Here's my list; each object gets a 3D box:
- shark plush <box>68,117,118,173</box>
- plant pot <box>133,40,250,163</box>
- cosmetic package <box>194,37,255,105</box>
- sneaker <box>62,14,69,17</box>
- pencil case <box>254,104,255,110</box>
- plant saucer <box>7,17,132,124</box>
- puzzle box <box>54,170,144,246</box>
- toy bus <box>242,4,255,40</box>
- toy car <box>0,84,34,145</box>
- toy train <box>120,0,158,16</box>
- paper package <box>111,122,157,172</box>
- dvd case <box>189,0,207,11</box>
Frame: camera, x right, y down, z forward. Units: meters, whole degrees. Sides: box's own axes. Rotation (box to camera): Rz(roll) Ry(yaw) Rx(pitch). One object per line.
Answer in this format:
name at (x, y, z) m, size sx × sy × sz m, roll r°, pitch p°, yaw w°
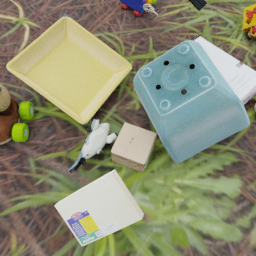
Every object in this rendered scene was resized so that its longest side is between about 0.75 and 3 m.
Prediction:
shark plush at (-0.942, 0.557, 7.689) m, size 0.796 × 0.730 × 1.753 m, roll 30°, pitch 65°, yaw -15°
plant pot at (1.413, -0.766, 6.981) m, size 2.279 × 2.321 × 2.273 m, roll -31°, pitch 65°, yaw 12°
cosmetic package at (2.683, -1.625, 8.845) m, size 1.414 × 1.017 × 2.507 m, roll -39°, pitch 66°, yaw -20°
sneaker at (-2.142, -3.202, 10.161) m, size 0.926 × 0.792 × 2.257 m, roll 11°, pitch 58°, yaw -14°
pencil case at (4.655, -1.472, 8.646) m, size 1.133 × 1.184 × 2.737 m, roll 15°, pitch 58°, yaw 13°
plant saucer at (-1.725, -1.758, 8.765) m, size 2.797 × 0.678 × 2.796 m, roll 37°, pitch 61°, yaw -2°
puzzle box at (-0.535, 1.427, 4.901) m, size 1.399 × 0.178 × 0.931 m, roll -32°, pitch 93°, yaw 23°
toy bus at (4.651, -3.804, 10.435) m, size 1.442 × 1.360 × 0.745 m, roll -45°, pitch 23°, yaw -26°
toy car at (-3.703, -0.608, 7.618) m, size 1.607 × 1.957 × 1.544 m, roll 1°, pitch 57°, yaw 1°
toy train at (0.752, -5.061, 11.295) m, size 2.042 × 0.864 × 1.181 m, roll 38°, pitch 51°, yaw 22°
paper package at (0.169, 0.519, 7.726) m, size 1.018 × 0.552 × 1.068 m, roll 19°, pitch 58°, yaw 12°
dvd case at (0.612, -3.966, 6.399) m, size 2.100 × 0.258 × 2.943 m, roll 28°, pitch 33°, yaw -34°
